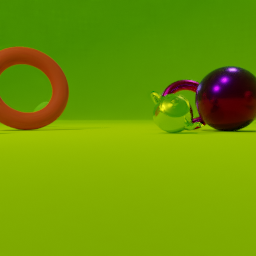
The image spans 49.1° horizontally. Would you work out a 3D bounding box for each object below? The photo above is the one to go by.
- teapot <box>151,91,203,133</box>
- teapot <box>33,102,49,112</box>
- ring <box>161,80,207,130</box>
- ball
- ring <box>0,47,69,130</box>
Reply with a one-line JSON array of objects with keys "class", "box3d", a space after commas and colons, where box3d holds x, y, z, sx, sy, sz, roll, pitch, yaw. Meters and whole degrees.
[{"class": "teapot", "box3d": [0.833, -0.277, 4.941, 0.726, 1.168, 0.572, -39, -27, -21]}, {"class": "teapot", "box3d": [-2.842, -0.503, 9.453, 0.697, 0.549, 1.120, -42, 6, 38]}, {"class": "ring", "box3d": [1.451, -0.583, 6.798, 1.344, 1.344, 0.269, 0, -23, -2]}, {"class": "ball", "box3d": [2.092, -0.603, 5.857, 1.357, 1.357, 1.357, 0, 2, 0]}, {"class": "ring", "box3d": [-2.334, -0.920, 6.415, 1.983, 1.983, 0.397, -1, -12, -28]}]
